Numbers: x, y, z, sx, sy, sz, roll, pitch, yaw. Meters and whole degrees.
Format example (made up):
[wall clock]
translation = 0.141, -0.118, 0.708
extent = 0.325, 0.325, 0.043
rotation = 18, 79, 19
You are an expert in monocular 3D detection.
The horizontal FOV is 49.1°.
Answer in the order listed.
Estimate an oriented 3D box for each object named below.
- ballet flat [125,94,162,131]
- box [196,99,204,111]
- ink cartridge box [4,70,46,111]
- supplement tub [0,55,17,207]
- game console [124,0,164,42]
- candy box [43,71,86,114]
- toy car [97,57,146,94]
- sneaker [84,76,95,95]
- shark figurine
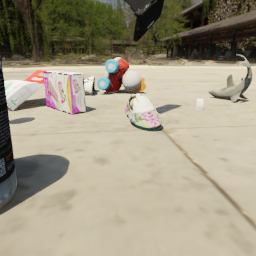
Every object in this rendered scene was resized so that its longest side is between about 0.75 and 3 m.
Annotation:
[ballet flat]
translation = 0.345, -0.558, 7.932
extent = 0.772, 0.794, 2.233
rotation = -9, 17, -10
[box]
translation = 2.598, -0.854, 10.112
extent = 0.251, 0.234, 1.209
rotation = 4, 16, 14
[ink cartridge box]
translation = -3.943, -1.653, 10.446
extent = 1.821, 0.567, 2.263
rotation = 15, 56, 44
[supplement tub]
translation = -2.254, -0.191, 3.388
extent = 1.498, 2.444, 1.498
rotation = 0, 15, 0
[game console]
translation = 0.313, -3.406, 7.594
extent = 0.910, 1.376, 1.564
rotation = 29, 59, 11
[candy box]
translation = -2.210, -1.270, 9.610
extent = 0.583, 1.304, 1.912
rotation = -14, 20, -39
[toy car]
translation = -0.127, -2.234, 13.569
extent = 2.015, 1.782, 1.857
rotation = 32, 18, 9
[sneaker]
translation = -2.046, -2.094, 13.695
extent = 0.861, 0.793, 2.151
rotation = -2, 15, -2
[shark figurine]
translation = 4.358, -1.600, 11.095
extent = 1.541, 2.580, 1.077
rotation = 29, 60, 3
